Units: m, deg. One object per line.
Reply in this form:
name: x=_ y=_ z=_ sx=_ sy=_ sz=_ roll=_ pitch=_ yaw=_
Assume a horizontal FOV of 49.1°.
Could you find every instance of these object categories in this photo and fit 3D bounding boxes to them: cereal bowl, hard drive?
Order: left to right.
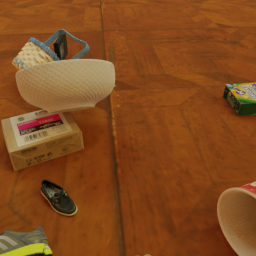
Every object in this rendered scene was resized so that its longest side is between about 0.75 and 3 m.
hard drive: x=-3.242 y=-3.868 z=13.596 sx=0.258 sy=1.094 sz=1.567 roll=2 pitch=37 yaw=2
cereal bowl: x=-1.695 y=-1.095 z=8.130 sx=2.814 sy=1.172 sz=2.814 roll=-9 pitch=2 yaw=0

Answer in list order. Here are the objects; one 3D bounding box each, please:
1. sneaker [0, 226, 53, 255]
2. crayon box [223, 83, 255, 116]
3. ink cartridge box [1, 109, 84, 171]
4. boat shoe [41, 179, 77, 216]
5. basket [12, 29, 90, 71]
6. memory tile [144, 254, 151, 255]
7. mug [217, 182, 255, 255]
sneaker: x=-2.593 y=2.542 z=5.527 sx=2.127 sy=0.786 sz=0.861 roll=-5 pitch=30 yaw=-18
crayon box: x=4.919 y=-1.115 z=10.386 sx=2.267 sy=0.585 sz=1.425 roll=-3 pitch=37 yaw=-5
ink cartridge box: x=-2.605 y=0.202 z=8.487 sx=2.062 sy=0.774 sz=1.698 roll=-18 pitch=42 yaw=-21
boat shoe: x=-1.726 y=1.652 z=6.865 sx=0.469 sy=0.416 sz=1.254 roll=-29 pitch=46 yaw=-33
basket: x=-3.117 y=-2.857 z=11.400 sx=2.671 sy=1.858 sz=2.355 roll=-46 pitch=50 yaw=-6
memory tile: x=0.261 y=2.911 z=5.493 sx=0.638 sy=0.070 sz=0.832 roll=-6 pitch=37 yaw=-8
mug: x=3.420 y=1.944 z=5.948 sx=2.418 sy=2.146 sz=1.613 roll=-14 pitch=3 yaw=-24
